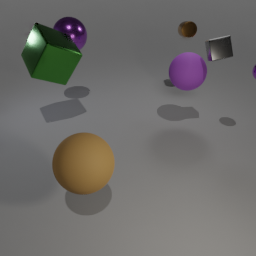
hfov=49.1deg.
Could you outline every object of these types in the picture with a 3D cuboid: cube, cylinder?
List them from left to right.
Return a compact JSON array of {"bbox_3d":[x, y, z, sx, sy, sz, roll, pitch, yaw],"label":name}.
[{"bbox_3d":[-2.738,-2.598,9.990,1.400,1.400,1.400,7,40,-45],"label":"cube"},{"bbox_3d":[2.644,-4.388,12.485,0.700,0.700,0.700,-2,21,-4],"label":"cylinder"},{"bbox_3d":[3.054,-2.670,9.434,0.700,0.700,0.700,-11,13,7],"label":"cube"}]

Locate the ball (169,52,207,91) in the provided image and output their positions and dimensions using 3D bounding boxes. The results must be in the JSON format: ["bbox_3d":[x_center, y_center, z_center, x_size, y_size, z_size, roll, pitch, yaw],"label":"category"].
[{"bbox_3d":[2.222,-2.098,10.435,1.400,1.400,1.400,0,32,0],"label":"ball"}]

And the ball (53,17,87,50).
[{"bbox_3d":[-2.366,-3.782,11.396,1.400,1.400,1.400,0,32,0],"label":"ball"}]

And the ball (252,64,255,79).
[{"bbox_3d":[4.527,-1.895,9.340,0.700,0.700,0.700,0,32,0],"label":"ball"}]

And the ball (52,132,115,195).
[{"bbox_3d":[-1.006,0.802,6.388,1.400,1.400,1.400,0,32,0],"label":"ball"}]
